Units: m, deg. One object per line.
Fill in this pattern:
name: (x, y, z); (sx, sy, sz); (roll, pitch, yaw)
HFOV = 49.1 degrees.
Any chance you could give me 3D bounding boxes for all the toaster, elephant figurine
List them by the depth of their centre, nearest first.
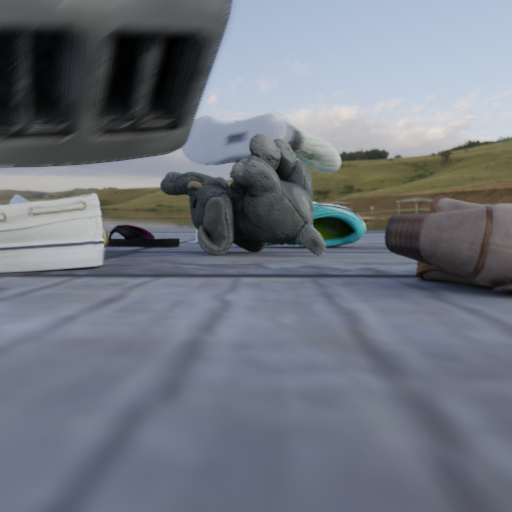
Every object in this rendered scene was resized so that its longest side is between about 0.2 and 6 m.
toaster: (-2.416, -2.862, 7.107); (3.277, 2.151, 3.625); (-8, -25, -26)
elephant figurine: (-0.337, -0.722, 9.061); (2.444, 1.896, 1.729); (-28, -50, 33)

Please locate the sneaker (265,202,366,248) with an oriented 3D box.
sneaker: (0.761, -0.684, 11.647); (3.055, 1.184, 1.217); (0, 12, -1)

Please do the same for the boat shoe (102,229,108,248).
boat shoe: (-3.714, -0.426, 11.461); (1.537, 0.563, 0.498); (2, -2, 31)

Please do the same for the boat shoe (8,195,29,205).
boat shoe: (-4.379, -0.516, 11.142); (0.887, 0.764, 2.463); (33, -3, -42)

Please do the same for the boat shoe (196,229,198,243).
boat shoe: (-1.192, -0.550, 14.423); (0.582, 0.611, 1.698); (-2, -6, -13)

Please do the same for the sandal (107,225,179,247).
sandal: (-2.614, -0.439, 12.307); (2.045, 0.489, 0.769); (1, 3, 19)

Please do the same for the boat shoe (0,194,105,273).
boat shoe: (-2.852, -0.291, 5.422); (2.813, 0.924, 1.012); (-2, 4, -31)

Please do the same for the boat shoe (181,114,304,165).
boat shoe: (-0.317, -2.313, 11.287); (2.766, 0.992, 0.938); (1, -2, 39)

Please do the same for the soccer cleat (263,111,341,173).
soccer cleat: (0.866, -2.329, 11.644); (1.958, 0.679, 0.760); (39, 31, 13)

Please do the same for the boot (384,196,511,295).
boot: (1.966, -0.044, 4.257); (1.508, 0.725, 2.063); (10, 9, 33)
